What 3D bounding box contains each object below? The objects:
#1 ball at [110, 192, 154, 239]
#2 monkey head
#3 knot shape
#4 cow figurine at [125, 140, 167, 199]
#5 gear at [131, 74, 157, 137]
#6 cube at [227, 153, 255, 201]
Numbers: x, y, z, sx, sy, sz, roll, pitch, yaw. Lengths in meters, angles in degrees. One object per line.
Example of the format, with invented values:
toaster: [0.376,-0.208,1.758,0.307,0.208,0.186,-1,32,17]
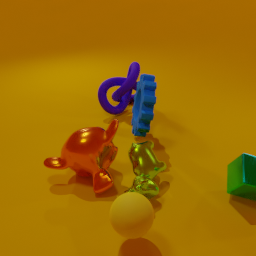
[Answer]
ball: [0.066,1.526,4.911,0.780,0.780,0.780,0,30,0]
monkey head: [-0.865,0.694,6.459,1.991,1.200,1.432,-30,40,4]
knot shape: [-0.065,-1.279,9.820,0.894,1.934,1.810,44,4,24]
cow figurine: [0.313,0.929,6.321,1.291,0.720,1.312,-9,68,-53]
gear: [0.415,-0.622,7.759,0.315,1.702,1.702,7,29,-8]
cube: [2.622,1.065,6.020,0.707,0.707,0.707,16,59,-3]
